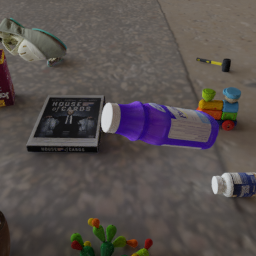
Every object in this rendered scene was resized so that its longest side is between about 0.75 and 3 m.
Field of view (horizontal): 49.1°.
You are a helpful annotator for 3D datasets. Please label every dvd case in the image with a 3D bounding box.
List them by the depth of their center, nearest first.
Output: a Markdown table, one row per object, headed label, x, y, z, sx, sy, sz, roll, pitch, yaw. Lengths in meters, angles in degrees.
| label | x | y | z | sx | sy | sz | roll | pitch | yaw |
| --- | --- | --- | --- | --- | --- | --- | --- | --- | --- |
| dvd case | -1.723 | -0.213 | 8.397 | 1.913 | 0.315 | 2.546 | 0 | 39 | 0 |

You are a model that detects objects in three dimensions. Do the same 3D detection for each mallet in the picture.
| label | x | y | z | sx | sy | sz | roll | pitch | yaw |
| --- | --- | --- | --- | --- | --- | --- | --- | --- | --- |
| mallet | 3.488 | -2.616 | 11.502 | 0.317 | 0.508 | 1.541 | -29 | 32 | -35 |

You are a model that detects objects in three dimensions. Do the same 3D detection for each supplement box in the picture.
| label | x | y | z | sx | sy | sz | roll | pitch | yaw |
| --- | --- | --- | --- | --- | --- | --- | --- | --- | --- |
| supplement box | -4.384 | -1.568 | 9.007 | 1.087 | 1.661 | 0.857 | -10 | 40 | -13 |

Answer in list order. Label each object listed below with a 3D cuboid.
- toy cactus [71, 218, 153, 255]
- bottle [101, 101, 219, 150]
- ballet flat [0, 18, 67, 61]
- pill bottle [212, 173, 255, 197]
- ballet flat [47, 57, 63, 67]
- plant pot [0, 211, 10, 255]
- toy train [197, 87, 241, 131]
| label | x | y | z | sx | sy | sz | roll | pitch | yaw |
| --- | --- | --- | --- | --- | --- | --- | --- | --- | --- |
| toy cactus | -0.382 | 2.315 | 5.007 | 1.522 | 0.778 | 1.256 | 14 | 49 | 4 |
| bottle | 0.567 | -0.063 | 4.875 | 2.038 | 0.665 | 0.851 | 7 | 18 | -24 |
| ballet flat | -2.858 | -2.370 | 8.015 | 2.945 | 0.992 | 0.938 | 31 | 80 | 34 |
| pill bottle | 2.438 | 1.284 | 6.335 | 0.963 | 0.535 | 0.535 | -1 | 39 | -1 |
| ballet flat | -3.065 | -2.913 | 11.779 | 0.350 | 0.350 | 0.974 | 14 | 40 | 17 |
| plant pot | -2.488 | 1.898 | 4.809 | 1.062 | 1.136 | 1.062 | 21 | 33 | -14 |
| toy train | 2.248 | -0.654 | 8.267 | 1.998 | 1.156 | 0.846 | 4 | 38 | 5 |
